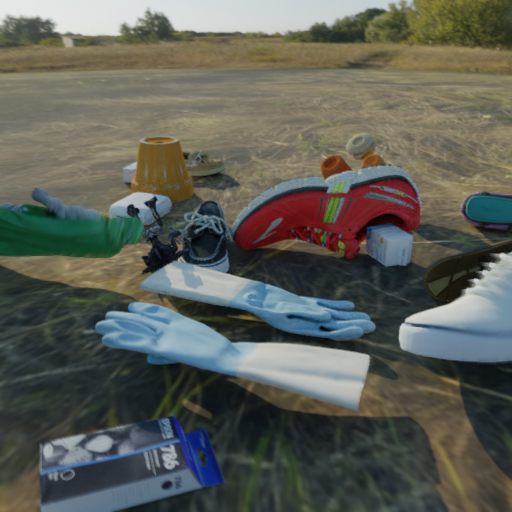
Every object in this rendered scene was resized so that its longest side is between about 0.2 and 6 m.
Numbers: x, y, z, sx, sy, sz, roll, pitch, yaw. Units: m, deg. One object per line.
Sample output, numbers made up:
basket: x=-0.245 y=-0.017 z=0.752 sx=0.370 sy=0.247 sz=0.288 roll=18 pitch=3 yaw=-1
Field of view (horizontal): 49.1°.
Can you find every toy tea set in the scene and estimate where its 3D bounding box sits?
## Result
toy tea set: x=2.564 y=-1.704 z=13.334 sx=1.595 sy=0.992 sz=2.682 roll=-30 pitch=42 yaw=11

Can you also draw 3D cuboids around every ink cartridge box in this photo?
ink cartridge box: x=-3.106 y=-2.265 z=15.181 sx=0.683 sy=0.396 sz=0.926 roll=6 pitch=22 yaw=14
ink cartridge box: x=-1.198 y=2.000 z=5.405 sx=1.665 sy=0.326 sz=0.828 roll=-7 pitch=24 yaw=-18
ink cartridge box: x=2.433 y=-0.187 z=10.180 sx=0.519 sy=0.533 sz=0.829 roll=-8 pitch=24 yaw=-18

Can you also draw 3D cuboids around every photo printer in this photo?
photo printer: x=-2.554 y=-1.009 z=12.245 sx=0.985 sy=0.411 sz=1.183 roll=9 pitch=26 yaw=18

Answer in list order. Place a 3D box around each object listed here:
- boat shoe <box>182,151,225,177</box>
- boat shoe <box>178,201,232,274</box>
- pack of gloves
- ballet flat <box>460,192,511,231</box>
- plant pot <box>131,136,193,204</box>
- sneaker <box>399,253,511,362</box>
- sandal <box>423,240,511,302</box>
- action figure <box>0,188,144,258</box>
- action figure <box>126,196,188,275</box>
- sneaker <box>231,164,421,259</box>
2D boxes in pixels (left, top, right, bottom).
boat shoe: x=-2.022 y=-2.728 z=15.803 sx=2.383 sy=0.750 sz=0.869 roll=9 pitch=25 yaw=20
boat shoe: x=-0.892 y=-0.375 z=10.210 sx=0.923 sy=0.854 sz=2.500 roll=2 pitch=23 yaw=4
pack of gloves: x=-0.181 y=1.081 z=7.516 sx=3.404 sy=0.672 sz=2.860 roll=12 pitch=18 yaw=14
ballet flat: x=5.590 y=-0.829 z=11.428 sx=2.698 sy=0.933 sz=0.960 roll=9 pitch=5 yaw=21
plant pot: x=-2.320 y=-2.138 z=13.638 sx=1.507 sy=1.380 sz=1.507 roll=0 pitch=23 yaw=0
sneaker: x=3.237 y=0.543 z=7.160 sx=3.418 sy=1.210 sz=1.248 roll=-6 pitch=4 yaw=-27
sandal: x=3.704 y=0.272 z=9.008 sx=2.293 sy=0.937 sz=0.626 roll=-11 pitch=3 yaw=-8
action figure: x=-3.487 y=-0.494 z=9.352 sx=3.357 sy=1.983 sz=0.918 roll=6 pitch=63 yaw=9
action figure: x=-1.674 y=-0.237 z=9.785 sx=0.931 sy=1.566 sz=0.799 roll=-28 pitch=-16 yaw=11
sneaker: x=1.315 y=-0.619 z=10.294 sx=3.588 sy=1.382 sz=1.523 roll=-15 pitch=68 yaw=0
